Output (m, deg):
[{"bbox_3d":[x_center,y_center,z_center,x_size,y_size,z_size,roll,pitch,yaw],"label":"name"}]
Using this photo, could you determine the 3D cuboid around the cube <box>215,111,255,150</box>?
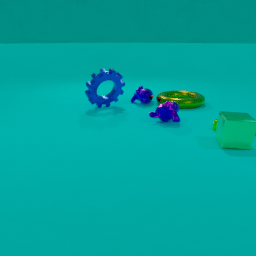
[{"bbox_3d":[2.738,0.045,7.173,0.751,0.751,0.751,4,20,5],"label":"cube"}]

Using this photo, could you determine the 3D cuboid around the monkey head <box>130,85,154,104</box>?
[{"bbox_3d":[0.588,-1.248,11.481,0.753,0.899,1.250,42,25,6],"label":"monkey head"}]

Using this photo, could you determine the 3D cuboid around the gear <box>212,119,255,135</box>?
[{"bbox_3d":[3.156,-0.037,8.292,1.237,0.229,1.237,0,19,0],"label":"gear"}]

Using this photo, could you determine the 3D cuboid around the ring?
[{"bbox_3d":[2.134,-1.184,11.421,1.982,0.396,1.982,0,19,0],"label":"ring"}]

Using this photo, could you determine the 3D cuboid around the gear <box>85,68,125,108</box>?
[{"bbox_3d":[-0.856,-1.494,10.556,1.533,1.533,0.284,-10,40,-28],"label":"gear"}]

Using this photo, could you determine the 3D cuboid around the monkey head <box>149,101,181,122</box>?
[{"bbox_3d":[1.299,-0.417,8.991,1.187,0.715,0.854,1,58,-33],"label":"monkey head"}]
